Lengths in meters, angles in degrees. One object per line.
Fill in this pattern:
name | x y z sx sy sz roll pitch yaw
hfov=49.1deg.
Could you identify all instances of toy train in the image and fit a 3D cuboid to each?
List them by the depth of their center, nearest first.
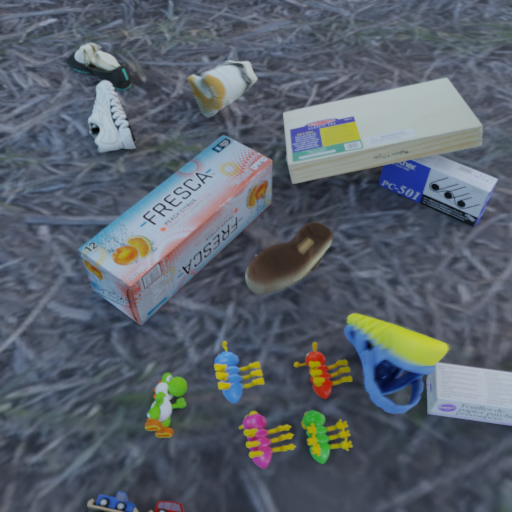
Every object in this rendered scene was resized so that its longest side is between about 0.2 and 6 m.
toy train | -1.070 3.280 6.886 2.219 0.379 0.508 8 48 5

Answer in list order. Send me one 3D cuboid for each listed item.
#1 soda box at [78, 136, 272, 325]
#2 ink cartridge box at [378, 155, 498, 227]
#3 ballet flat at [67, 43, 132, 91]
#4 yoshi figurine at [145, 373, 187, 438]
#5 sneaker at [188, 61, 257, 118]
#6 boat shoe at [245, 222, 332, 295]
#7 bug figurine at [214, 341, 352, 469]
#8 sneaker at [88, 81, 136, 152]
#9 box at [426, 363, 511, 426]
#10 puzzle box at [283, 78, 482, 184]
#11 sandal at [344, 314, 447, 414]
soda box | -1.208 -0.534 9.469 1.203 1.118 3.517 32 57 23
ink cartridge box | 3.273 -1.344 10.251 1.943 0.913 0.430 29 56 21
ballet flat | -3.645 -4.501 12.942 1.991 0.681 0.677 27 58 21
yoshi figurine | -1.218 2.043 7.850 0.504 0.506 0.901 15 48 -8
sneaker | -0.664 -3.419 11.327 1.045 0.902 2.385 -31 23 -10
boat shoe | 0.535 0.184 8.798 0.711 0.712 1.926 38 46 24
bug figurine | 0.353 1.961 7.539 2.152 0.554 1.669 6 58 -30
sneaker | -3.145 -2.922 11.688 0.830 0.770 2.049 -22 53 -6
box | 3.873 2.032 7.765 2.875 0.556 0.596 6 51 5
puzzle box | 2.164 -2.372 10.388 3.317 0.422 2.207 -10 38 8
sandal | 1.653 1.372 7.437 0.932 2.346 1.021 16 90 -2
